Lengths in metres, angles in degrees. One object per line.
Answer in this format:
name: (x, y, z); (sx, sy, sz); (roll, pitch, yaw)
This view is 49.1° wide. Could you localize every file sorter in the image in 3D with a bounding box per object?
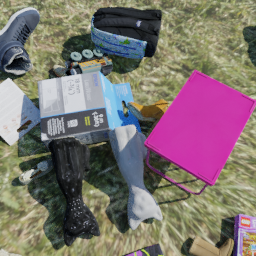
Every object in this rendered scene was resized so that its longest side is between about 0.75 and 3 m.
file sorter: (1.957, 0.207, 8.051); (1.931, 1.743, 2.779); (31, 67, 14)

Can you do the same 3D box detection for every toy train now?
toy train: (-1.327, -2.208, 9.787); (1.656, 0.706, 0.944); (-20, 68, -29)

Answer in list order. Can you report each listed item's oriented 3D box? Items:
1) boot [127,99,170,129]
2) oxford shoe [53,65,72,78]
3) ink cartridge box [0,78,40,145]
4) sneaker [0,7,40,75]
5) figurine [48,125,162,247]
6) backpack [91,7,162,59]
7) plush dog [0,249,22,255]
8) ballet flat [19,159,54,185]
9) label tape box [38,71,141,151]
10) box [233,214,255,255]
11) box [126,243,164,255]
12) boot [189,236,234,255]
boot: (0.774, -0.637, 9.181); (1.422, 0.500, 1.018); (39, 65, 5)
oxford shoe: (-2.203, -1.984, 9.932); (1.185, 0.437, 0.419); (30, 66, 15)
ink cartridge box: (-3.900, -0.512, 9.273); (1.851, 0.464, 1.490); (46, 70, 1)
sneaker: (-3.778, -3.087, 10.083); (1.924, 1.012, 2.662); (34, 77, 28)
figurine: (-0.595, 1.542, 7.807); (2.856, 1.229, 2.787); (-11, 71, -6)
backpack: (-0.171, -3.477, 10.125); (2.398, 1.844, 1.956); (13, 64, -10)
plush dog: (-2.873, 3.423, 6.299); (1.716, 1.837, 2.138); (-25, 65, -13)
ballet flat: (-2.671, 1.265, 8.269); (1.152, 0.367, 0.388); (-34, 67, -17)
label tape box: (-1.221, -0.649, 8.936); (2.997, 0.949, 2.161); (-10, 64, -5)
box: (3.760, 3.123, 7.284); (1.908, 0.373, 1.306); (12, 63, 6)
box: (0.028, 3.985, 6.827); (2.200, 0.397, 1.573); (-18, 64, -8)
boot: (2.195, 3.095, 7.342); (0.962, 0.318, 0.843); (24, 65, 13)
